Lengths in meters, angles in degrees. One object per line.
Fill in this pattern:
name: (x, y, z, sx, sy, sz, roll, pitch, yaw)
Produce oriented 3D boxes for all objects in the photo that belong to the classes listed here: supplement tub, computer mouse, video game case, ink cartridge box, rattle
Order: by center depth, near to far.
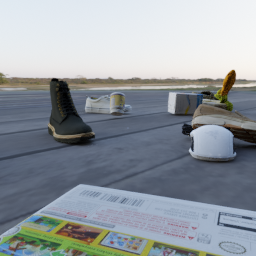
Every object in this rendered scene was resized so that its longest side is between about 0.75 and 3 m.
video game case: (0.121, 0.926, 1.759, 2.177, 0.249, 1.981, 5, 10, 21)
computer mouse: (1.728, 0.141, 5.722, 1.286, 0.514, 2.345, 3, 10, 12)
supplement tub: (-0.396, -0.890, 10.527, 0.564, 0.775, 0.564, 1, -18, 0)
ink cartridge box: (2.364, -1.021, 11.662, 1.178, 0.852, 0.867, 2, 9, -11)
rattle: (3.497, -1.630, 12.732, 1.748, 1.918, 2.686, -17, 19, -15)

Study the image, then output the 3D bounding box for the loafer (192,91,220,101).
loafer: (4.337, -1.523, 14.817, 2.628, 0.886, 0.999, -6, 11, -33)

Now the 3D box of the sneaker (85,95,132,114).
sneaker: (-0.895, -1.024, 12.115, 2.161, 0.765, 0.789, 3, 10, 17)

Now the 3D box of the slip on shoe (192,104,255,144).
slip on shoe: (2.334, -0.105, 5.993, 1.853, 0.561, 0.704, 9, -25, 21)

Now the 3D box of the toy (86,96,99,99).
toy: (-1.423, -1.160, 13.611, 1.231, 0.505, 2.139, 8, 1, -6)

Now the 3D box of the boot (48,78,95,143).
boot: (-1.471, -0.474, 6.666, 0.800, 1.428, 2.065, -7, 12, -37)
